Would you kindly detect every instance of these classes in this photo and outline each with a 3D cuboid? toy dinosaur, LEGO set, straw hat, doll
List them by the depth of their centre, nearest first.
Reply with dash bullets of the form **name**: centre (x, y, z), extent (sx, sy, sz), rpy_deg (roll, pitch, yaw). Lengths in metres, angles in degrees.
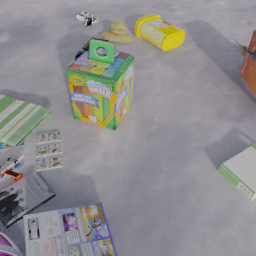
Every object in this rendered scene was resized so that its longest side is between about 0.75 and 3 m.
- **LEGO set**: centre (-3.050, 0.908, 7.982), extent (2.393, 0.587, 1.787), rpy_deg (-10, 33, -12)
- **doll**: centre (-1.783, -2.971, 11.704), extent (1.418, 0.344, 0.967), rpy_deg (-22, 67, -1)
- **toy dinosaur**: centre (5.245, -3.473, 12.417), extent (1.412, 0.411, 0.714), rpy_deg (34, 38, 20)
- **straw hat**: centre (-0.446, -4.580, 13.035), extent (1.627, 0.689, 1.627), rpy_deg (7, 36, -5)

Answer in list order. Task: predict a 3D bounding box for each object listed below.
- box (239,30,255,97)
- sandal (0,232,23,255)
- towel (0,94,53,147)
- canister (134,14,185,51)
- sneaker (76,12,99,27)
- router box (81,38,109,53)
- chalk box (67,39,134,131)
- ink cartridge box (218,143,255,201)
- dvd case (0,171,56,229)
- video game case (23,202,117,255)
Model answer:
- **box**: centre (5.223, -2.004, 9.708), extent (1.344, 1.925, 2.528), rpy_deg (-5, 45, -5)
- **sandal**: centre (-2.637, 2.847, 5.598), extent (2.959, 0.727, 1.204), rpy_deg (28, 51, 23)
- **towel**: centre (-3.875, -0.308, 9.031), extent (2.389, 0.279, 1.822), rpy_deg (15, 46, 22)
- **canister**: centre (1.464, -4.416, 12.962), extent (1.466, 0.855, 1.974), rpy_deg (-28, 52, -26)
- **sneaker**: centre (-2.196, -5.560, 14.364), extent (1.230, 0.491, 0.801), rpy_deg (21, 39, 6)
- **router box**: centre (-1.445, -3.552, 12.418), extent (0.856, 0.355, 1.142), rpy_deg (15, 46, 15)
- **chalk box**: centre (-0.799, -1.463, 8.730), extent (1.571, 2.525, 1.563), rpy_deg (16, 47, 16)
- **ink cartridge box**: centre (3.462, 1.111, 7.641), extent (1.586, 0.380, 1.154), rpy_deg (-25, 49, -23)
- **dvd case**: centre (-2.688, 1.766, 7.129), extent (1.359, 0.168, 1.021), rpy_deg (-31, 52, -28)
- **video game case**: centre (-1.180, 2.603, 5.834), extent (1.770, 0.444, 1.953), rpy_deg (-5, 43, -21)
